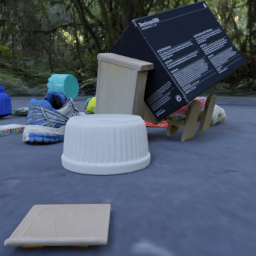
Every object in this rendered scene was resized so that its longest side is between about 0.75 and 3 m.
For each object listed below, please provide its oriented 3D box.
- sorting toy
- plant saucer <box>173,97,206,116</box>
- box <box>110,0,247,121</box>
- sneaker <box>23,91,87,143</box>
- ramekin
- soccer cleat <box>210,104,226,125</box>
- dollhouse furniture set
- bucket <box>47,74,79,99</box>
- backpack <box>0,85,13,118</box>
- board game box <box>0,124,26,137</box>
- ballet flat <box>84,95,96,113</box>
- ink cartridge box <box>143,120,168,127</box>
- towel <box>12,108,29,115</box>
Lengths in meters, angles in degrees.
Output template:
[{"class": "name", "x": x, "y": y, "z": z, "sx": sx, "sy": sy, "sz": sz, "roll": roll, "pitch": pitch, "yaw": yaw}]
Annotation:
[{"class": "sorting toy", "x": -0.512, "y": 0.796, "z": 2.292, "sx": 0.714, "sy": 0.141, "sz": 0.771, "roll": 0, "pitch": 3, "yaw": -1}, {"class": "plant saucer", "x": 1.746, "y": -0.730, "z": 10.602, "sx": 2.415, "sy": 0.612, "sz": 2.415, "roll": -7, "pitch": 2, "yaw": 0}, {"class": "box", "x": 1.262, "y": -1.652, "z": 6.461, "sx": 2.738, "sy": 1.933, "sz": 1.080, "roll": -32, "pitch": -1, "yaw": -38}, {"class": "sneaker", "x": -1.580, "y": -0.345, "z": 6.910, "sx": 1.005, "sy": 1.111, "sz": 2.608, "roll": 2, "pitch": 7, "yaw": 12}, {"class": "ramekin", "x": -0.341, "y": 0.186, "z": 4.430, "sx": 1.401, "sy": 0.736, "sz": 1.401, "roll": 0, "pitch": 8, "yaw": 0}, {"class": "soccer cleat", "x": 2.976, "y": -0.453, "z": 9.489, "sx": 0.750, "sy": 0.670, "sz": 1.933, "roll": 29, "pitch": 20, "yaw": 8}, {"class": "dollhouse furniture set", "x": 0.506, "y": -0.849, "z": 6.602, "sx": 2.378, "sy": 1.684, "sz": 2.588, "roll": 24, "pitch": 28, "yaw": 33}, {"class": "bucket", "x": -6.420, "y": -4.063, "z": 28.102, "sx": 1.881, "sy": 2.891, "sz": 2.891, "roll": 3, "pitch": 8, "yaw": 27}, {"class": "backpack", "x": -5.530, "y": -0.979, "z": 10.638, "sx": 1.359, "sy": 1.404, "sz": 1.673, "roll": -5, "pitch": 10, "yaw": 18}, {"class": "board game box", "x": -3.209, "y": 0.054, "z": 7.420, "sx": 0.678, "sy": 0.173, "sz": 1.009, "roll": 4, "pitch": 9, "yaw": 28}, {"class": "ballet flat", "x": -1.465, "y": -1.131, "z": 14.096, "sx": 0.945, "sy": 0.942, "sz": 2.818, "roll": 22, "pitch": 11, "yaw": -1}, {"class": "ink cartridge box", "x": 0.280, "y": -0.433, "z": 9.639, "sx": 2.389, "sy": 0.598, "sz": 1.922, "roll": 0, "pitch": 8, "yaw": 12}, {"class": "towel", "x": -4.067, "y": -0.862, "z": 12.532, "sx": 2.205, "sy": 0.258, "sz": 1.682, "roll": -6, "pitch": 2, "yaw": 41}]
